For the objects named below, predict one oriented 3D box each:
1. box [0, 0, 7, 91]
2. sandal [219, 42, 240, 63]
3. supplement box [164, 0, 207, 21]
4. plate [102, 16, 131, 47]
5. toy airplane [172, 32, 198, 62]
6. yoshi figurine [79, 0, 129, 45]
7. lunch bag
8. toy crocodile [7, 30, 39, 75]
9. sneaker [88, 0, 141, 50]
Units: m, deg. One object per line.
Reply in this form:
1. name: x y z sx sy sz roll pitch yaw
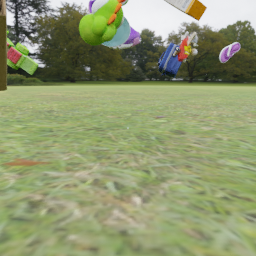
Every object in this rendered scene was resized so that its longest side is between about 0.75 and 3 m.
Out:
1. box: -2.987 -2.373 6.328 0.273 2.101 2.570 -7 -22 -28
2. sandal: 3.798 -2.836 10.350 1.131 0.460 0.278 -42 22 -17
3. supplement box: 1.219 -2.874 6.362 0.624 0.364 0.990 0 39 -51
4. plate: -0.460 -2.781 7.949 1.066 1.066 0.136 -1 -8 -3
5. toy airplane: 1.809 -2.441 8.524 0.662 0.934 0.938 26 17 0
6. yoshi figurine: -0.645 -3.157 7.335 1.430 2.544 1.425 12 -30 -1
7. lunch bag: 1.746 -2.728 11.489 0.874 1.321 0.898 26 -1 7
8. toy crocodile: -3.559 -2.364 8.155 2.102 0.709 0.649 42 8 -10
9. sneaker: -0.629 -3.787 9.960 1.136 1.248 2.824 -27 51 -27
